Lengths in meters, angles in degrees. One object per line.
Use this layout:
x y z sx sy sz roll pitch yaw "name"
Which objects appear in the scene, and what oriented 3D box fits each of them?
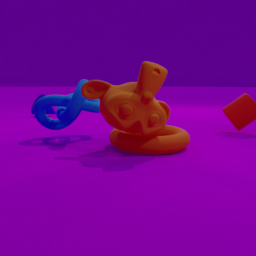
2.963 -0.412 7.289 0.717 0.717 0.717 -37 1 14 "cylinder"
0.441 0.191 5.831 1.667 0.333 1.667 1 11 0 "ring"
-1.261 -0.550 6.693 1.663 0.768 1.556 -24 -1 35 "knot shape"
0.153 -0.560 5.176 1.921 1.382 1.158 17 14 -19 "monkey head"
-3.194 -0.744 11.091 0.890 0.887 0.887 32 -14 -39 "cone"
